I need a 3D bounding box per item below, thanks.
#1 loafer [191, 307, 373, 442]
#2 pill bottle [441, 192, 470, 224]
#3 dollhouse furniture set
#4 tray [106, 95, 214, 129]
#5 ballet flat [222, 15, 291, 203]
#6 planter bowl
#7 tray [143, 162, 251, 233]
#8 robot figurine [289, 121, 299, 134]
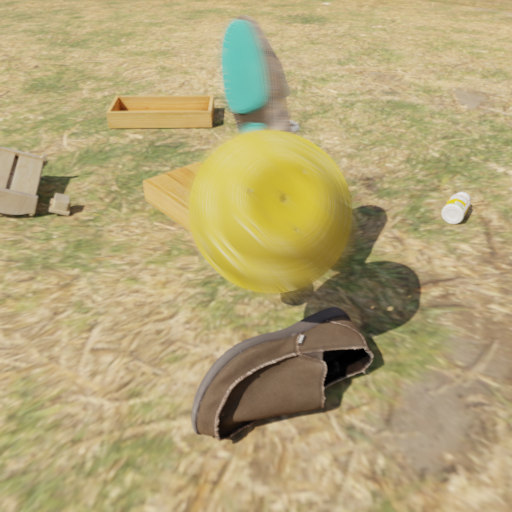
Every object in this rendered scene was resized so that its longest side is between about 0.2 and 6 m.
[{"bbox_3d":[0.494,1.658,7.845,3.081,1.125,1.094,-26,41,-32],"label":"loafer"},{"bbox_3d":[4.468,-1.090,12.445,0.468,0.468,0.843,19,39,26],"label":"pill bottle"},{"bbox_3d":[-6.075,-1.785,13.233,3.290,1.606,2.806,13,39,-21],"label":"dollhouse furniture set"},{"bbox_3d":[-2.883,-4.443,17.267,3.096,0.573,1.527,0,34,-1],"label":"tray"},{"bbox_3d":[0.135,-2.179,8.579,0.951,2.793,0.939,2,15,40],"label":"ballet flat"},{"bbox_3d":[0.258,-0.632,6.863,2.147,2.147,0.894,-5,-5,-8],"label":"planter bowl"},{"bbox_3d":[-0.952,-1.125,12.402,1.604,0.602,3.253,-26,43,-32],"label":"tray"},{"bbox_3d":[0.568,-2.468,10.857,0.521,0.442,0.294,-7,67,-28],"label":"robot figurine"}]
